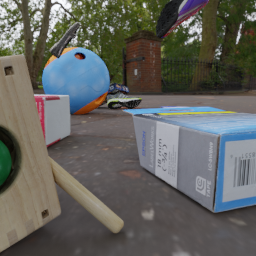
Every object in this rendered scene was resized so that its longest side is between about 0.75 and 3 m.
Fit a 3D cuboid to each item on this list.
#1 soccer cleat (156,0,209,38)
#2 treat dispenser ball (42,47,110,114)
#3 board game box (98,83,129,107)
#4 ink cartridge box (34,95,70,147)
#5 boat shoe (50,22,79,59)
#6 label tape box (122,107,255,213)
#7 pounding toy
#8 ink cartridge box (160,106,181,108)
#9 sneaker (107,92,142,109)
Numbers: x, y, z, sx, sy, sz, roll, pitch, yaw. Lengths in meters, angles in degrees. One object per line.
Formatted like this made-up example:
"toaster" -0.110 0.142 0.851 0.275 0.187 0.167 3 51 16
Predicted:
"soccer cleat" 1.710 -3.449 7.875 0.909 0.847 2.484 13 -42 -29
"treat dispenser ball" -2.342 -2.128 12.761 3.005 3.005 3.005 0 8 0
"board game box" -1.308 -1.924 16.668 2.383 0.412 1.615 -22 -10 27
"ink cartridge box" -2.710 -0.212 6.164 2.467 1.029 1.792 0 8 3
"boat shoe" -2.149 -3.081 9.917 0.414 1.452 0.485 44 6 -10
"label tape box" 1.194 0.200 4.019 1.862 0.817 2.582 -3 9 -20
"pounding toy" -1.083 0.234 2.229 1.622 1.493 1.153 7 22 41
"ink cartridge box" 2.254 -0.583 10.991 1.270 0.447 2.129 -3 12 -21
"sneaker" -0.220 -1.654 16.011 2.176 0.881 0.804 -3 -36 -26
